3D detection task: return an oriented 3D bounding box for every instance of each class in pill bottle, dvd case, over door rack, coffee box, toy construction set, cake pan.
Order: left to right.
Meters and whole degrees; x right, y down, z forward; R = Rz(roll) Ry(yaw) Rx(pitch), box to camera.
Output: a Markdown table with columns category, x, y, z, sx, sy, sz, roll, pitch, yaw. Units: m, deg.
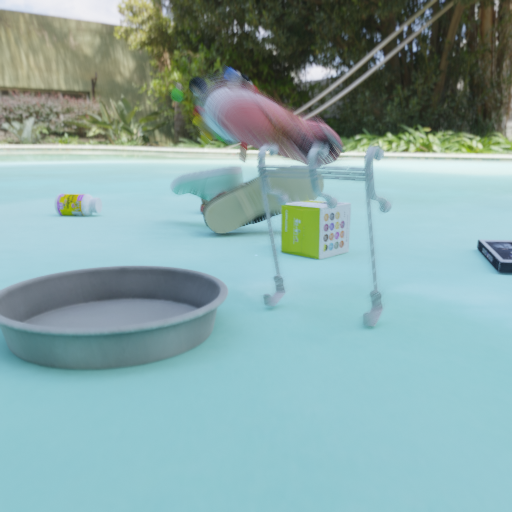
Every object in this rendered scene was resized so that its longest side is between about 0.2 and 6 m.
| category | x | y | z | sx | sy | sz | roll | pitch | yaw |
| --- | --- | --- | --- | --- | --- | --- | --- | --- | --- |
| pill bottle | -4.553 | -1.305 | 14.384 | 1.092 | 0.569 | 0.569 | 1 | 12 | 8 |
| cake pan | -1.504 | 0.575 | 5.894 | 2.428 | 0.445 | 2.428 | 0 | 12 | 0 |
| toy construction set | -0.602 | -2.532 | 11.094 | 1.550 | 1.428 | 1.858 | -14 | -37 | 26 |
| coffee box | 1.027 | -0.481 | 9.764 | 0.888 | 0.887 | 0.878 | 12 | 17 | 43 |
| over door rack | 0.742 | -0.283 | 6.227 | 1.389 | 1.880 | 0.626 | 8 | 21 | 32 |
| dvd case | 4.479 | 0.012 | 9.049 | 1.430 | 0.235 | 1.903 | 2 | 12 | 12 |

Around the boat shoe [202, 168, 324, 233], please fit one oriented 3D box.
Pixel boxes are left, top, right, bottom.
| category | x | y | z | sx | sy | sz | roll | pitch | yaw |
| --- | --- | --- | --- | --- | --- | --- | --- | --- | --- |
| boat shoe | 0.123 | -1.220 | 11.694 | 2.615 | 0.957 | 0.819 | -22 | 12 | -6 |

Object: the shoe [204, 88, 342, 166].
| category | x | y | z | sx | sy | sz | roll | pitch | yaw |
| --- | --- | --- | --- | --- | --- | --- | --- | --- | --- |
| shoe | 0.264 | -1.560 | 6.871 | 1.761 | 0.629 | 0.801 | 10 | 13 | -41 |

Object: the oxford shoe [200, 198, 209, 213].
| category | x | y | z | sx | sy | sz | roll | pitch | yaw |
| --- | --- | --- | --- | --- | --- | --- | --- | --- | --- |
| oxford shoe | -0.326 | -1.627 | 15.072 | 2.427 | 0.908 | 0.855 | -6 | 13 | -26 |

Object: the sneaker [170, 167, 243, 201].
| category | x | y | z | sx | sy | sz | roll | pitch | yaw |
| --- | --- | --- | --- | --- | --- | --- | --- | --- | --- |
| sneaker | -1.137 | -1.285 | 12.614 | 1.965 | 1.159 | 0.723 | -5 | 2 | 36 |
